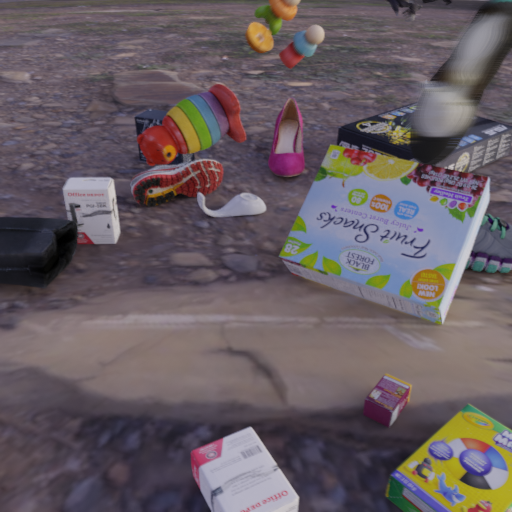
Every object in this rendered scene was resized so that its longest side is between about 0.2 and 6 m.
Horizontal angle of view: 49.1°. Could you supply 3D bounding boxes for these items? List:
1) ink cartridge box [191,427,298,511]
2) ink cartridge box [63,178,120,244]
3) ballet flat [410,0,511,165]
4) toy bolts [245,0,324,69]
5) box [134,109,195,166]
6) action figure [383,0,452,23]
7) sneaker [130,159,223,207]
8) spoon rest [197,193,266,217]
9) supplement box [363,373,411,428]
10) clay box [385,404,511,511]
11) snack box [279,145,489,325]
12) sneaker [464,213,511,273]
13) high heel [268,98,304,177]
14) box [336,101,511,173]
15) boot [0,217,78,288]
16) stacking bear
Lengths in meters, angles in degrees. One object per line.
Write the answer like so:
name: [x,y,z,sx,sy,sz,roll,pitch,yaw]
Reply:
ink cartridge box: [-0.134,2.353,5.719,0.731,0.426,1.010,-15,35,-24]
ink cartridge box: [-3.000,-0.812,10.244,0.836,1.139,0.472,-1,31,-2]
ballet flat: [2.545,-2.211,7.143,0.771,2.269,0.776,35,28,23]
toy bolts: [0.624,-4.414,10.942,0.956,1.379,1.317,-26,27,47]
box: [-2.212,-2.861,13.617,1.259,1.146,0.655,12,33,20]
action figure: [2.309,-3.922,8.423,1.223,0.727,0.624,-9,-4,-8]
sneaker: [-1.703,-1.710,12.051,2.092,0.814,0.860,-14,33,-22]
spoon rest: [-0.497,-1.024,11.404,1.472,0.446,0.731,0,30,-26]
supplement box: [1.604,1.757,6.834,0.368,0.290,0.562,22,38,32]
clay box: [2.299,2.250,5.903,1.718,0.409,0.987,-26,41,-34]
snack box: [2.001,-0.410,8.800,2.603,0.881,2.195,19,75,29]
sneaker: [3.645,-0.484,9.597,2.858,1.251,1.064,1,31,3]
high heel: [0.793,-2.855,13.487,0.888,1.265,2.637,5,32,8]
box: [4.178,-2.836,13.854,3.515,0.863,2.833,-23,41,-33]
boot: [-4.768,-0.542,9.806,3.328,1.093,2.743,-1,40,5]
stacking bear: [-1.060,-1.919,8.569,1.534,0.932,0.872,-32,55,-14]
